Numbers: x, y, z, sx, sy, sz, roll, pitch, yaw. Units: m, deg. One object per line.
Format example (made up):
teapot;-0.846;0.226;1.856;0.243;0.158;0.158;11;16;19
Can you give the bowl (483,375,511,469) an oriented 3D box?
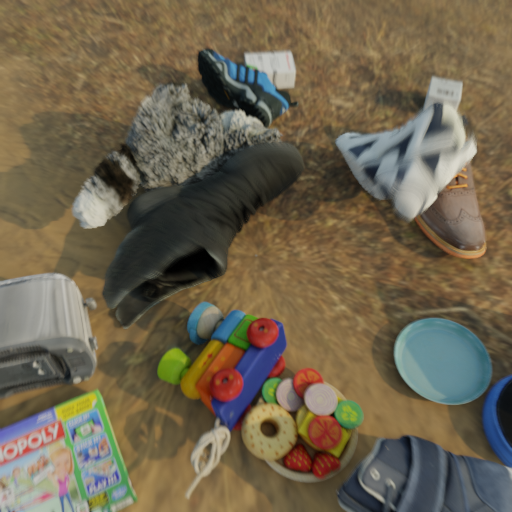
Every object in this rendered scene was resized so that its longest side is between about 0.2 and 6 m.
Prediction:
bowl;4.142;2.420;7.994;1.691;0.332;1.691;0;53;0

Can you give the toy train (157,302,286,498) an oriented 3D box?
toy train;-0.806;1.866;8.016;1.533;1.122;2.650;21;55;27

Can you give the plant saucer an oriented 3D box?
plant saucer;2.858;1.639;8.661;1.454;0.199;1.454;0;53;0

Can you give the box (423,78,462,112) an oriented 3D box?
box;4.044;-3.403;12.169;0.672;0.579;0.676;14;53;10

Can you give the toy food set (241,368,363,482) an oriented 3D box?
toy food set;0.682;2.372;7.949;1.556;0.378;1.540;28;57;16

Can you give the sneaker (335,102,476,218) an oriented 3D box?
sneaker;2.735;-1.951;10.015;1.896;1.163;2.914;-36;24;2

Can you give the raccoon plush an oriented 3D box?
raccoon plush;-1.191;-1.398;10.274;2.484;1.794;3.708;26;70;8

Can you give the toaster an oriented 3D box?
toaster;-3.506;1.196;8.354;2.228;1.266;1.439;-12;51;-6

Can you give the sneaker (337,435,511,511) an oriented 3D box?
sneaker;1.930;3.610;6.421;2.300;1.210;3.183;21;46;2

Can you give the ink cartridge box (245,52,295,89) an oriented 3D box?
ink cartridge box;0.310;-4.242;12.867;1.094;0.460;0.798;-4;53;-3

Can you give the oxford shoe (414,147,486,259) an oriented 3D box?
oxford shoe;3.452;-1.357;10.291;1.109;1.134;3.110;-7;54;-7

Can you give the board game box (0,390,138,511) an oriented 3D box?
board game box;-3.048;3.052;7.513;2.457;0.358;1.653;-22;57;-15

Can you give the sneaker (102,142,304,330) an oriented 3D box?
sneaker;-0.753;-0.441;9.551;3.979;1.195;2.075;-22;50;-5

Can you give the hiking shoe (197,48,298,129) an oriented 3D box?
hiking shoe;-0.299;-3.739;12.297;1.077;0.924;2.483;-35;72;-26
